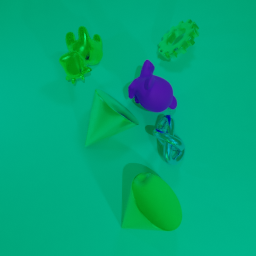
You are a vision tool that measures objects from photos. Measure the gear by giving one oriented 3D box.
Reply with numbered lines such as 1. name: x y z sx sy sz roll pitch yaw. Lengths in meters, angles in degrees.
1. gear: 1.567 -2.767 8.747 1.353 0.250 1.353 -30 41 30

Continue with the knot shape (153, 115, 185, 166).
1. knot shape: 1.115 0.314 7.550 0.652 1.321 1.411 -22 80 9

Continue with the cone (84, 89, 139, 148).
1. cone: -0.769 -0.019 7.976 1.560 1.560 1.566 43 101 14

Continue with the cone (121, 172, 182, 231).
1. cone: 0.271 2.152 6.958 1.511 1.517 1.511 29 34 -22

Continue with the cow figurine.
1. cow figurine: -1.332 -2.124 8.443 0.955 1.740 1.712 -14 83 28

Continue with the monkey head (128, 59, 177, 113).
1. monkey head: 0.743 -1.164 7.794 1.178 1.956 1.407 14 84 32
